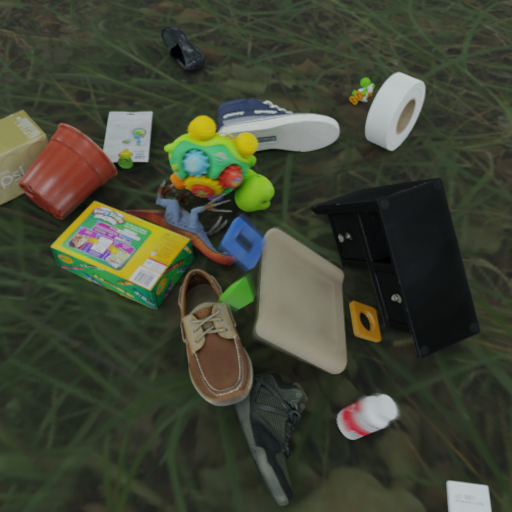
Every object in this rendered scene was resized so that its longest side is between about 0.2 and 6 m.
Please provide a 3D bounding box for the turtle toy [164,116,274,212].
[{"bbox_3d":[-0.764,-1.808,12.036,2.576,1.877,1.302,17,70,-21],"label":"turtle toy"}]

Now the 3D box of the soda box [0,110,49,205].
[{"bbox_3d":[-6.384,-1.705,12.317,3.761,1.274,1.204,-32,58,-23],"label":"soda box"}]

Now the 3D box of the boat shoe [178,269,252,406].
[{"bbox_3d":[-0.832,1.301,9.610,1.085,1.029,2.866,-21,39,-6],"label":"boat shoe"}]

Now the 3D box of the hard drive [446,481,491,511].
[{"bbox_3d":[3.224,3.921,8.437,0.616,0.125,0.934,6,50,5],"label":"hard drive"}]

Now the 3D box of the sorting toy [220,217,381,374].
[{"bbox_3d":[0.756,0.814,9.651,3.695,0.503,2.081,31,46,-27],"label":"sorting toy"}]

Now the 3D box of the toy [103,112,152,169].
[{"bbox_3d":[-3.137,-2.829,13.791,1.087,0.446,1.889,-1,48,-4],"label":"toy"}]

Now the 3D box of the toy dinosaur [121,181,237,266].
[{"bbox_3d":[-1.370,-0.491,11.770,2.363,1.241,2.144,-29,60,12],"label":"toy dinosaur"}]

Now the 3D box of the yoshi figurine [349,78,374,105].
[{"bbox_3d":[2.864,-4.514,15.168,0.503,0.501,0.895,25,52,27],"label":"yoshi figurine"}]

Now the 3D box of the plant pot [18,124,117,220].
[{"bbox_3d":[-4.155,-1.736,12.137,1.603,1.603,1.559,29,70,22],"label":"plant pot"}]

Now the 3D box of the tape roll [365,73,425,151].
[{"bbox_3d":[3.341,-3.444,13.458,0.614,1.755,1.755,31,57,24],"label":"tape roll"}]

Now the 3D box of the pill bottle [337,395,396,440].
[{"bbox_3d":[1.763,2.545,8.895,0.506,0.902,0.506,24,46,-27],"label":"pill bottle"}]

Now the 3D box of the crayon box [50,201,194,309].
[{"bbox_3d":[-2.682,-0.061,11.329,2.431,0.708,1.444,21,54,17],"label":"crayon box"}]

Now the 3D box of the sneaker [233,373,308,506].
[{"bbox_3d":[0.396,2.769,8.932,1.228,0.819,2.143,-17,47,-6],"label":"sneaker"}]

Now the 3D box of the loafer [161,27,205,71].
[{"bbox_3d":[-2.256,-6.025,16.248,0.717,0.694,2.043,-23,57,-29],"label":"loafer"}]

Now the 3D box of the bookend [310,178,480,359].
[{"bbox_3d":[2.488,0.127,10.576,1.294,2.792,2.810,-20,9,-15],"label":"bookend"}]

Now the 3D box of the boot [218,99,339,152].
[{"bbox_3d":[0.499,-3.352,13.787,2.962,1.078,1.338,-3,56,-2],"label":"boot"}]
